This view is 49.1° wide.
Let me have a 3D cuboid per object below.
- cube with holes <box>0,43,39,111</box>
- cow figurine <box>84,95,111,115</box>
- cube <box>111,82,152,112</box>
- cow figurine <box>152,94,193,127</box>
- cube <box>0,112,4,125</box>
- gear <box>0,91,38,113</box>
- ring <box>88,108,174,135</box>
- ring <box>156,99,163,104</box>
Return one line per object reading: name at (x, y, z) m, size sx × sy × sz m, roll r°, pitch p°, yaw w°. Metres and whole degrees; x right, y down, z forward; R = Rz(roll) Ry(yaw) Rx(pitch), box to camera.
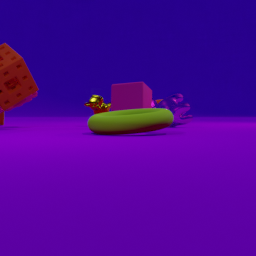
cube with holes at (-2.982, -1.244, 6.764) m, size 0.978 × 0.978 × 0.978 m, roll -37°, pitch 54°, yaw -20°
cow figurine at (-0.999, -0.589, 9.550) m, size 0.642 × 1.170 × 1.151 m, roll 15°, pitch 27°, yaw 22°
cube at (0.118, -0.695, 7.826) m, size 0.917 × 0.917 × 0.917 m, roll -2°, pitch -8°, yaw 20°
cow figurine at (1.023, -0.466, 8.566) m, size 1.575 × 0.879 × 1.601 m, roll -19°, pitch 26°, yaw 3°
cube at (-4.626, -0.574, 9.615) m, size 0.702 × 0.702 × 0.702 m, roll 2°, pitch 33°, yaw -24°
gear at (-3.413, -0.821, 8.245) m, size 1.465 × 0.271 × 1.465 m, roll -26°, pitch 3°, yaw 2°
ring at (0.047, -0.145, 5.340) m, size 1.629 × 0.326 × 1.629 m, roll -5°, pitch 7°, yaw 1°
ring at (0.912, -0.651, 10.882) m, size 1.982 × 0.396 × 1.982 m, roll -14°, pitch 18°, yaw 5°
